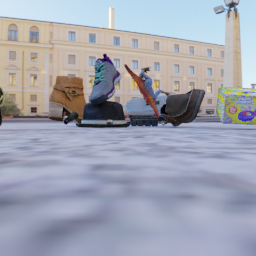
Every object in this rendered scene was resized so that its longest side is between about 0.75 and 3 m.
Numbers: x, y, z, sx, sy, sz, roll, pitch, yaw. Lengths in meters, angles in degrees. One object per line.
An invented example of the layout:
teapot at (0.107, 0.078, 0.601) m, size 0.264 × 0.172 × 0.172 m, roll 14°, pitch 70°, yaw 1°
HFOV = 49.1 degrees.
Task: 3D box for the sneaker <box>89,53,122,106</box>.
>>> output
sneaker at (-0.876, -1.547, 8.707) m, size 0.862 × 1.014 × 2.316 m, roll -20°, pitch 25°, yaw 19°

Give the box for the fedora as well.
fedora at (-0.789, -0.441, 9.028) m, size 1.818 × 0.830 × 1.818 m, roll 0°, pitch 1°, yaw 0°

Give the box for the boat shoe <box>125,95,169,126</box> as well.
boat shoe at (1.376, -0.610, 11.360) m, size 2.958 × 1.092 × 1.010 m, roll -3°, pitch -40°, yaw 15°

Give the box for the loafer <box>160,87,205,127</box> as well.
loafer at (1.512, -0.605, 8.445) m, size 0.853 × 0.878 × 2.404 m, roll 25°, pitch -18°, yaw -5°

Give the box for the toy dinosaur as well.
toy dinosaur at (0.669, -1.226, 10.566) m, size 2.070 × 1.879 × 1.087 m, roll 4°, pitch -20°, yaw -27°

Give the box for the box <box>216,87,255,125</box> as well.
box at (2.800, -0.548, 6.731) m, size 1.134 × 0.692 × 1.092 m, roll 3°, pitch 17°, yaw 9°

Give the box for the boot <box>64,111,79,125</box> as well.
boot at (-1.928, -0.318, 9.504) m, size 0.372 × 0.287 × 0.767 m, roll -48°, pitch 10°, yaw -29°

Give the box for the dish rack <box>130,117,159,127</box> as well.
dish rack at (0.623, -0.239, 9.793) m, size 0.979 × 0.348 × 1.277 m, roll 2°, pitch 6°, yaw 10°

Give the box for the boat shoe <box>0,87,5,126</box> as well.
boat shoe at (-2.910, -0.619, 5.835) m, size 0.647 × 0.781 × 2.175 m, roll 13°, pitch -34°, yaw -21°

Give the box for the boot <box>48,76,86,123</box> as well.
boot at (-1.897, -1.065, 11.016) m, size 2.310 × 1.793 × 0.886 m, roll 8°, pitch -16°, yaw -6°
